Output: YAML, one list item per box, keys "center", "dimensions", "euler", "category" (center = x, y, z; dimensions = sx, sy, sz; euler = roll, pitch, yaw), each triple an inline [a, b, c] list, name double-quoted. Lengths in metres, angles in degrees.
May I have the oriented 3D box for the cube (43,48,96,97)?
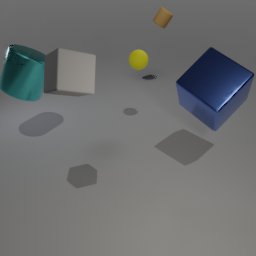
- center: [-1.053, -0.961, 5.010]
  dimensions: [0.700, 0.700, 0.700]
  euler: [2, 0, -34]
  category: "cube"

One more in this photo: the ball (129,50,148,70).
- center: [0.374, -2.446, 10.048]
  dimensions: [0.700, 0.700, 0.700]
  euler: [0, 30, 0]
  category: "ball"

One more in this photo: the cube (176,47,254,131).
- center: [2.337, -1.026, 7.699]
  dimensions: [1.400, 1.400, 1.400]
  euler: [-45, 65, -5]
  category: "cube"

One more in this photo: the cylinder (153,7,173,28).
- center: [1.635, -5.153, 13.093]
  dimensions: [0.700, 0.700, 0.700]
  euler: [27, 30, -17]
  category: "cylinder"

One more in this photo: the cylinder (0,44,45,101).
- center: [-3.367, -1.809, 9.229]
  dimensions: [1.400, 1.400, 1.400]
  euler: [23, 20, -9]
  category: "cylinder"
